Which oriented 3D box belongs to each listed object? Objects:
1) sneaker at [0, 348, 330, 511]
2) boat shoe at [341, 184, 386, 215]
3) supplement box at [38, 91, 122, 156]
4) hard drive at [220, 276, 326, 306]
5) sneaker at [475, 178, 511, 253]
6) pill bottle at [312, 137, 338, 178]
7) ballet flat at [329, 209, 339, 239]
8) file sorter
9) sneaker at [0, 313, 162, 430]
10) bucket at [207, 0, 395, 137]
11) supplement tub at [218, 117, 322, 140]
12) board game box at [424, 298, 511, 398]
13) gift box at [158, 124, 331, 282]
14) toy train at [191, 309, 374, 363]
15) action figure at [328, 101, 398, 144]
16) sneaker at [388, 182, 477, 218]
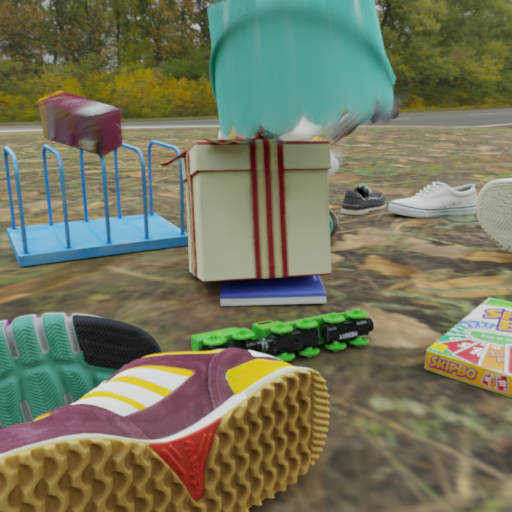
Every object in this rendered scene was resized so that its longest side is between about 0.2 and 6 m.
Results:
[{"bbox_3d":[-0.865,1.280,3.632,2.820,1.057,1.270,-6,8,-39],"label":"sneaker"},{"bbox_3d":[2.588,-1.390,13.213,0.681,0.588,1.875,11,20,33],"label":"boat shoe"},{"bbox_3d":[-2.852,-2.165,9.126,1.230,0.679,0.527,19,39,17],"label":"supplement box"},{"bbox_3d":[0.214,0.446,7.636,1.362,0.173,0.899,-2,16,-1],"label":"hard drive"},{"bbox_3d":[5.266,-0.495,8.758,1.817,1.253,3.266,-7,19,-36],"label":"sneaker"},{"bbox_3d":[1.087,-2.002,11.091,1.160,0.645,0.645,30,-4,-37],"label":"pill bottle"},{"bbox_3d":[0.655,-0.774,10.825,2.449,0.834,0.823,14,12,36],"label":"ballet flat"},{"bbox_3d":[-2.912,-1.081,10.046,2.884,1.769,2.001,-9,19,-27],"label":"file sorter"},{"bbox_3d":[-2.223,0.926,4.661,2.767,1.029,1.211,-7,13,-20],"label":"sneaker"},{"bbox_3d":[0.435,-2.141,6.066,2.029,1.320,2.029,-10,19,4],"label":"bucket"},{"bbox_3d":[0.189,-2.124,9.095,1.210,1.210,1.665,-10,-8,-31],"label":"supplement tub"},{"bbox_3d":[2.711,0.899,6.013,1.000,0.314,2.094,14,19,37],"label":"board game box"},{"bbox_3d":[-0.184,-0.736,7.718,2.174,2.030,2.006,-2,3,-18],"label":"gift box"},{"bbox_3d":[0.292,0.862,5.911,2.047,0.427,0.577,-7,7,-23],"label":"toy train"},{"bbox_3d":[2.117,-2.843,11.594,1.667,0.578,1.085,-25,3,-30],"label":"action figure"},{"bbox_3d":[3.976,-1.301,12.619,2.119,0.750,0.774,-4,17,-15],"label":"sneaker"}]
